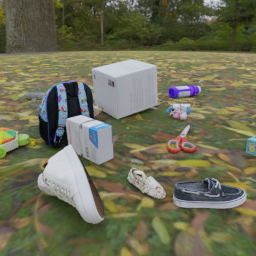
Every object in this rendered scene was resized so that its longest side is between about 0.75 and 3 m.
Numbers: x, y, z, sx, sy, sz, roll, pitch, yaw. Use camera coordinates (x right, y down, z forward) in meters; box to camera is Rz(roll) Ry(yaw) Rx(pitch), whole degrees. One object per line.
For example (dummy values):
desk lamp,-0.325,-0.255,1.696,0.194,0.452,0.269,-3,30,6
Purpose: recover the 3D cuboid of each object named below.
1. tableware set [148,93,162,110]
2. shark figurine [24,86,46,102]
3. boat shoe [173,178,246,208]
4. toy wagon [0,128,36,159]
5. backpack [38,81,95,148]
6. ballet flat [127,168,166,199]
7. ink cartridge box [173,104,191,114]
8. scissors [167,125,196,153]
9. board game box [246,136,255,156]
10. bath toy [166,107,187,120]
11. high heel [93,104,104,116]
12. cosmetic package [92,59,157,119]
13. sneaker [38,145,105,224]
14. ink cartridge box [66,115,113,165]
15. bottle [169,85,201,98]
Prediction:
tableware set,0.321,-1.588,15.095,2.865,0.574,1.894,5,20,14
shark figurine,-4.973,-2.052,16.147,1.926,0.804,1.150,-10,23,-21
boat shoe,1.936,1.468,6.573,1.744,0.591,0.626,0,20,-1
toy wagon,-4.472,0.451,9.542,2.519,0.498,1.955,-7,21,-18
backpack,-2.219,-0.617,9.994,2.005,2.197,1.478,-15,25,-33
ballet flat,0.434,1.374,7.121,0.482,0.407,1.274,-17,26,-39
ink cartridge box,2.607,-0.943,13.646,0.822,0.344,0.596,3,20,9
scissors,1.929,0.311,10.380,0.986,0.188,2.695,1,21,8
board game box,5.282,0.579,9.150,2.242,0.526,1.692,-14,24,-34
bath toy,2.176,-0.608,12.625,0.385,0.453,1.041,-20,33,-31
high heel,-2.129,-1.036,13.090,2.337,0.834,1.666,-5,25,12
cosmetic package,-0.139,-1.937,13.386,2.441,2.014,2.012,-21,32,-30
sneaker,-1.397,1.433,6.522,1.181,1.016,2.790,-29,28,-11
ink cartridge box,-1.232,0.330,8.919,0.660,1.143,1.566,-20,29,-41
bottle,3.405,-2.175,16.639,1.956,0.639,0.817,-9,19,-23
